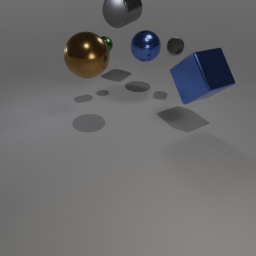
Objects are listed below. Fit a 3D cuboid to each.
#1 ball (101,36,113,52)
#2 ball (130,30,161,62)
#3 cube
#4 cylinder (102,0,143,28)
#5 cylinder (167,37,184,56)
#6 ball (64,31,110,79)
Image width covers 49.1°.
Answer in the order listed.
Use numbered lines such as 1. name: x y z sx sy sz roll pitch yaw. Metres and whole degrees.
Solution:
1. ball: -0.990 -3.500 11.801 0.700 0.700 0.700 0 31 0
2. ball: 0.813 -3.759 12.883 1.400 1.400 1.400 0 31 0
3. cube: 2.618 -1.827 9.939 1.400 1.400 1.400 -18 -6 -31
4. cylinder: -0.243 -5.529 13.048 1.400 1.400 1.400 17 38 26
5. cylinder: 1.953 -3.341 11.554 0.700 0.700 0.700 5 9 8
6. ball: -1.269 -2.233 8.627 1.400 1.400 1.400 0 31 0
